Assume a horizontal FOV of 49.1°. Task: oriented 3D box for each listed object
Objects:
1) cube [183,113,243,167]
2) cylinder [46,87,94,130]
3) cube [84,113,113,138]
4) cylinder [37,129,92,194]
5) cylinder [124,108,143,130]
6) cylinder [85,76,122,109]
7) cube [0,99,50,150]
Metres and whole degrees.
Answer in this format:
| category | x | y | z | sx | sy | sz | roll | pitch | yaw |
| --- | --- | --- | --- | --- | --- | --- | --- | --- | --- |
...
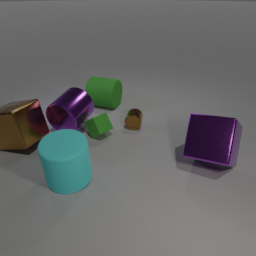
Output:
| category | x | y | z | sx | sy | sz | roll | pitch | yaw |
| --- | --- | --- | --- | --- | --- | --- | --- | --- | --- |
| cube | 2.723 | 0.403 | 8.913 | 1.400 | 1.400 | 1.400 | 9 | -4 | 30 |
| cylinder | -2.275 | -0.686 | 11.098 | 1.400 | 1.400 | 1.400 | 12 | 40 | 21 |
| cube | -1.148 | -0.102 | 11.009 | 0.700 | 0.700 | 0.700 | -26 | 3 | -40 |
| cylinder | -1.838 | 0.987 | 8.335 | 1.400 | 1.400 | 1.400 | -1 | 37 | 1 |
| cylinder | 0.251 | -0.373 | 11.784 | 0.700 | 0.700 | 0.700 | 5 | 28 | 8 |
| cylinder | -1.160 | -1.727 | 13.566 | 1.400 | 1.400 | 1.400 | 11 | 30 | 18 |
| cube | -4.019 | -0.136 | 10.269 | 1.400 | 1.400 | 1.400 | -3 | 24 | 25 |
